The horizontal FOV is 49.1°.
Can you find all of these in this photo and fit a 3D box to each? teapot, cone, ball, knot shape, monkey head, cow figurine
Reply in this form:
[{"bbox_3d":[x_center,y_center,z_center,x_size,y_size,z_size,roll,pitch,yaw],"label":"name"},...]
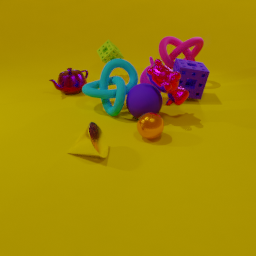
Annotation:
[{"bbox_3d":[-2.176,-1.799,10.526,1.136,0.894,1.827,18,36,37],"label":"teapot"},{"bbox_3d":[-1.131,0.455,6.959,0.947,0.943,0.943,-22,25,15],"label":"cone"},{"bbox_3d":[0.495,-0.808,8.561,1.115,1.115,1.115,0,29,0],"label":"ball"},{"bbox_3d":[2.175,-2.846,10.919,1.807,1.931,0.892,-35,31,2],"label":"knot shape"},{"bbox_3d":[0.606,-0.068,7.578,0.743,0.743,0.743,0,29,0],"label":"ball"},{"bbox_3d":[0.941,-1.651,9.808,0.929,1.542,1.109,18,9,25],"label":"monkey head"},{"bbox_3d":[-0.653,-1.314,9.025,1.715,0.847,1.833,4,68,26],"label":"knot shape"},{"bbox_3d":[1.153,-1.289,8.281,1.417,0.778,1.395,40,-4,9],"label":"cow figurine"}]

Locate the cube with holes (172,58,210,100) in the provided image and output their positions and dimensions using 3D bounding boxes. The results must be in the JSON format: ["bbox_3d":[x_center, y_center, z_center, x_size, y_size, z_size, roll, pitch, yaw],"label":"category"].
[{"bbox_3d":[2.126,-1.748,9.910,1.018,1.018,1.018,8,30,-5],"label":"cube with holes"}]

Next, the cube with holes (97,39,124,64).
[{"bbox_3d":[-0.737,-3.074,11.672,0.700,0.700,0.700,29,28,-50],"label":"cube with holes"}]
